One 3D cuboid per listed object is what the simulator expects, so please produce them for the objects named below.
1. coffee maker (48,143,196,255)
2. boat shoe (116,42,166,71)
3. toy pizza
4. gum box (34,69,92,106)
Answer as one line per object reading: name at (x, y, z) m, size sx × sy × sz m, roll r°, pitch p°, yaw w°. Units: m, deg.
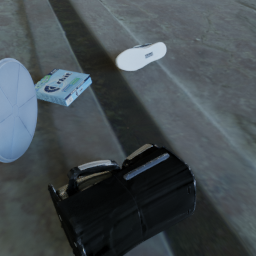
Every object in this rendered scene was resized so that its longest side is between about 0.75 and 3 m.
coffee maker at (0.079, 1.739, 5.731) m, size 2.646 × 1.782 × 2.542 m, roll -23°, pitch 60°, yaw -22°
boat shoe at (0.424, -2.986, 11.489) m, size 2.391 × 0.858 × 0.811 m, roll -28°, pitch 28°, yaw -25°
toy pizza at (-3.115, -0.449, 7.309) m, size 0.425 × 2.682 × 2.682 m, roll 3°, pitch 42°, yaw 6°
gum box at (-2.389, -1.483, 9.937) m, size 1.692 × 0.377 × 1.438 m, roll 15°, pitch 50°, yaw 27°
